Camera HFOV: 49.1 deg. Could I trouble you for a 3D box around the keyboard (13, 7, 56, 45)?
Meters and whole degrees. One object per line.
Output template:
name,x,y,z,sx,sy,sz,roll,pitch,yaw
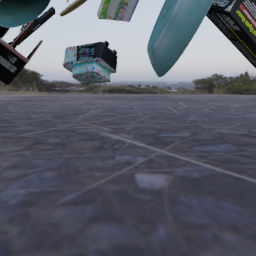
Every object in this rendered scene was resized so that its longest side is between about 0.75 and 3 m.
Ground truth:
keyboard,-3.466,-3.838,10.206,1.949,0.386,1.014,-45,14,-8

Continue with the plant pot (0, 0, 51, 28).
plant pot,-2.128,-2.554,5.156,1.174,0.791,1.174,-35,0,0

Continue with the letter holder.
letter holder,-3.412,-2.534,8.461,1.171,1.655,2.328,38,-27,-24

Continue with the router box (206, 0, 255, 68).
router box,3.209,-2.726,6.079,2.999,2.247,0.932,25,12,-38

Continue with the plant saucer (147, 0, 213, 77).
plant saucer,1.076,-2.517,5.891,0.524,2.917,2.917,24,5,-9

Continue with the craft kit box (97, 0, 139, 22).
craft kit box,-0.299,-4.172,9.414,1.226,0.301,1.242,-7,-27,-28

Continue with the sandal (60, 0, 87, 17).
sandal,-1.165,-3.833,7.469,2.013,0.662,0.738,-28,16,17

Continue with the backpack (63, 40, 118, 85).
backpack,-0.828,-1.357,5.913,1.040,0.783,0.923,6,-8,25
